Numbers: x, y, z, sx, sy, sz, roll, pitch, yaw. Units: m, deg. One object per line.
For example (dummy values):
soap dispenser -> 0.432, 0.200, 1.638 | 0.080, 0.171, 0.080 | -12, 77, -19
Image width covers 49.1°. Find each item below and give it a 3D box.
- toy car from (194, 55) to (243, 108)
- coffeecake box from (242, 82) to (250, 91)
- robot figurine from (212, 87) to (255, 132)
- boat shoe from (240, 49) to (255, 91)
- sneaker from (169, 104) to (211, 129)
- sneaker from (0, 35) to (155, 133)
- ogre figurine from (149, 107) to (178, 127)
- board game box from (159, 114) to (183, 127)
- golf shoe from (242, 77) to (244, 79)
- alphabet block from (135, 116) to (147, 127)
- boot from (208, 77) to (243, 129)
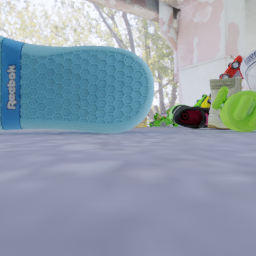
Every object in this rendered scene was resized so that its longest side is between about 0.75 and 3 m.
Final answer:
toy car -> 2.572, -0.849, 8.653 | 0.542, 2.430, 2.287 | 37, -20, 2
coffeecake box -> 4.534, -0.813, 8.915 | 2.991, 1.093, 2.296 | 0, 16, -2
robot figurine -> 1.692, -0.235, 4.133 | 0.878, 0.579, 1.000 | 23, 3, 8
boat shoe -> 3.274, -0.460, 5.666 | 1.060, 1.043, 2.989 | -30, -40, 28
sneaker -> 1.763, -0.198, 6.172 | 1.668, 0.640, 0.699 | -3, 19, 5
sneaker -> -1.162, -0.495, 3.815 | 2.955, 1.175, 1.929 | 9, 3, 2
ogre figurine -> 1.603, -0.403, 10.651 | 1.493, 0.733, 0.895 | -8, 13, -17
board game box -> 3.200, -0.336, 11.927 | 2.802, 0.576, 2.795 | 1, 1, 39
golf shoe -> 3.736, -1.818, 9.567 | 0.879, 0.331, 0.402 | 5, 13, 29
alphabet block -> 0.051, -0.570, 10.131 | 1.073, 1.099, 1.079 | -1, 0, 25
boot -> 2.326, -0.511, 5.758 | 1.402, 1.084, 0.505 | 0, 1, -8
